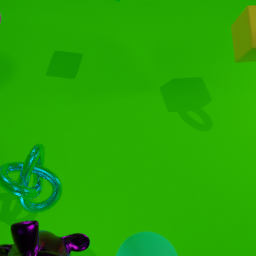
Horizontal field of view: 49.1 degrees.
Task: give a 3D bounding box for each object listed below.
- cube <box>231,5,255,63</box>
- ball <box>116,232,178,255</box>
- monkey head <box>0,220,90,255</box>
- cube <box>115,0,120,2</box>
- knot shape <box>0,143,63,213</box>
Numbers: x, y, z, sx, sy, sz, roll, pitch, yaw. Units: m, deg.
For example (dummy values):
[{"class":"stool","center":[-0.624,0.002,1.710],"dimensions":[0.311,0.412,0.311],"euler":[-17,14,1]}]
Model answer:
[{"class":"cube","center":[3.178,-2.228,6.690],"dimensions":[1.002,1.002,1.002],"euler":[-4,84,-1]},{"class":"ball","center":[0.285,2.078,4.212],"dimensions":[0.976,0.976,0.976],"euler":[0,65,0]},{"class":"monkey head","center":[-1.042,1.358,3.164],"dimensions":[1.166,0.703,0.839],"euler":[-8,96,-3]},{"class":"cube","center":[-0.368,-3.676,6.417],"dimensions":[0.907,0.907,0.907],"euler":[22,44,-21]},{"class":"knot shape","center":[-1.796,1.054,5.394],"dimensions":[0.614,1.244,1.329],"euler":[-17,18,25]}]
